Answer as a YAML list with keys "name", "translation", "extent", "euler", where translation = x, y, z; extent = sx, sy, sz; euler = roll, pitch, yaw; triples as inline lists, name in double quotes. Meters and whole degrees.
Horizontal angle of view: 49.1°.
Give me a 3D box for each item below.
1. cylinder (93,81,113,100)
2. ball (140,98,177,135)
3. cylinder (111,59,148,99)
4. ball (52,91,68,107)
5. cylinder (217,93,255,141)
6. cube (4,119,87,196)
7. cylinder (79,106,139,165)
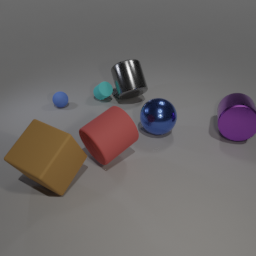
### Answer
- name: "cylinder"
  translation: [-1.156, -1.721, 12.951]
  extent: [0.700, 0.700, 0.700]
  euler: [-22, 2, -30]
- name: "ball"
  translation: [1.148, -0.433, 10.602]
  extent: [1.400, 1.400, 1.400]
  euler: [0, 33, 0]
- name: "cylinder"
  translation: [0.061, -2.202, 12.807]
  extent: [1.400, 1.400, 1.400]
  euler: [-16, -8, -2]
- name: "ball"
  translation: [-3.020, -1.282, 12.528]
  extent: [0.700, 0.700, 0.700]
  euler: [0, 33, 0]
- name: "cylinder"
  translation: [4.058, -0.434, 10.404]
  extent: [1.400, 1.400, 1.400]
  euler: [9, 27, 13]
- name: "cube"
  translation: [-2.278, 0.841, 7.988]
  extent: [1.400, 1.400, 1.400]
  euler: [21, 66, 24]
- name: "cylinder"
  translation: [-0.615, 0.230, 9.004]
  extent: [1.400, 1.400, 1.400]
  euler: [-37, 46, -22]
